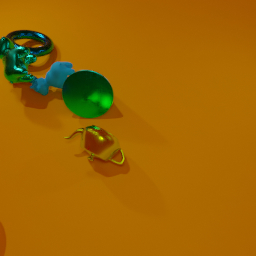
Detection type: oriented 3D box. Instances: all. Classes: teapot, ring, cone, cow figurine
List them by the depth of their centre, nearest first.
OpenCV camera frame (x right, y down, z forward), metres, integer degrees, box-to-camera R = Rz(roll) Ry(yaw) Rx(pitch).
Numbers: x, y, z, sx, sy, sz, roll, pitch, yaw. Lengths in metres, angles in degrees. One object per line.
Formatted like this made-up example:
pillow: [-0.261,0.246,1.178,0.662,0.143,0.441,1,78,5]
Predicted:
teapot: [-0.785,0.412,6.860,1.628,1.012,0.797,28,80,5]
cow figurine: [-3.340,-1.896,7.947,1.414,0.789,1.437,-3,73,12]
cow figurine: [-2.205,-1.440,8.044,1.129,1.147,0.630,-1,51,-32]
cone: [-1.068,-1.218,8.121,1.398,1.398,1.403,1,29,1]
ring: [-3.204,-2.773,9.137,1.537,0.307,1.537,10,40,-9]
